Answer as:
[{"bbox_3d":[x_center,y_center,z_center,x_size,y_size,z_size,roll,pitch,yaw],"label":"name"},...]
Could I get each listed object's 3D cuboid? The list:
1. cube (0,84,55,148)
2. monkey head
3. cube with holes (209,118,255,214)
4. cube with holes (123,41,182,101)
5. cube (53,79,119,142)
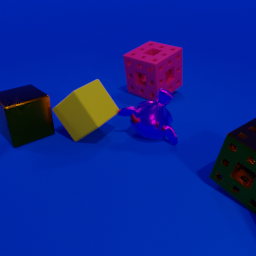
[{"bbox_3d":[-2.730,-0.357,7.305,1.127,1.127,1.127,-22,35,-34],"label":"cube"},{"bbox_3d":[0.657,-0.322,7.077,1.690,1.216,1.019,29,48,3],"label":"monkey head"},{"bbox_3d":[2.457,0.662,5.246,1.127,1.127,1.127,-22,46,-34],"label":"cube with holes"},{"bbox_3d":[0.889,-1.968,9.662,1.399,1.399,1.399,26,49,37],"label":"cube with holes"},{"bbox_3d":[-1.059,-0.450,7.180,1.026,1.026,1.026,-30,7,39],"label":"cube"}]
